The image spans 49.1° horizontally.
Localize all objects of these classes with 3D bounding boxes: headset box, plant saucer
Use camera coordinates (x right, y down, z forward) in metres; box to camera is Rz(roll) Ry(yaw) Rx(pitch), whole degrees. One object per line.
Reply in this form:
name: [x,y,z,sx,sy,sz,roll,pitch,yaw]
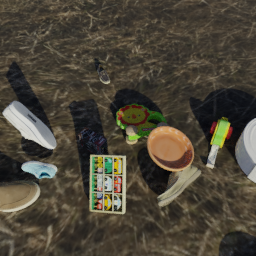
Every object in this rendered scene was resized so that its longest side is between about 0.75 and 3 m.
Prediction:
headset box: [-1.202,0.560,10.126,1.097,0.816,0.424,29,58,19]
plant saucer: [1.385,0.707,9.369,1.667,0.312,1.667,10,55,-14]

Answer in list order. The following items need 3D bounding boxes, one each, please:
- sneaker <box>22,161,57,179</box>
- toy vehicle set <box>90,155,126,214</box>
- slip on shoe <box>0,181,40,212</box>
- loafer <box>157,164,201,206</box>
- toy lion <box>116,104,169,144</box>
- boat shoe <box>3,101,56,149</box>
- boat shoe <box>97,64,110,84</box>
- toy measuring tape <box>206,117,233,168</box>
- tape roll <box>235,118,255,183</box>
sneaker: [-3.000,1.418,9.288,1.197,0.443,0.491,3,35,6]
toy vehicle set: [-0.631,1.729,8.743,1.103,0.235,1.775,0,88,12]
slip on shoe: [-4.194,2.115,8.966,2.579,0.781,0.981,-3,53,-3]
loafer: [1.572,1.816,9.205,1.969,0.745,0.672,-32,71,-33]
toy lion: [0.513,-0.275,10.965,1.901,0.653,1.822,-5,45,-4]
boat shoe: [-3.549,0.019,10.179,0.718,2.196,0.808,-36,14,17]
boat shoe: [-1.126,-2.454,12.686,0.398,0.358,1.105,-16,55,-12]
toy measuring tape: [3.324,0.387,10.276,0.831,0.831,2.259,20,55,14]
tape roll: [5.239,0.835,9.843,2.676,0.936,2.676,0,53,0]
